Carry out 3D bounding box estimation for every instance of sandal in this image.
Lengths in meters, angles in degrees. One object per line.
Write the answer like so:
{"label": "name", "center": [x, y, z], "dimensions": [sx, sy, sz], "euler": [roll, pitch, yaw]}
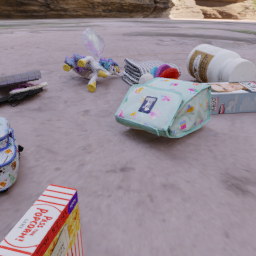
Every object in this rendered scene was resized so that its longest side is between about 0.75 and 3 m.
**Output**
{"label": "sandal", "center": [-3.841, -1.589, 10.706], "dimensions": [0.677, 0.409, 1.664], "euler": [-14, 9, 35]}

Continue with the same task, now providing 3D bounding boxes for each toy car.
{"label": "toy car", "center": [1.262, -1.673, 9.904], "dimensions": [1.348, 1.155, 1.540], "euler": [7, 21, -38]}

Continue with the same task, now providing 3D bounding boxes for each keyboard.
{"label": "keyboard", "center": [-4.014, -0.977, 9.891], "dimensions": [2.134, 0.423, 1.111], "euler": [-26, 13, -40]}

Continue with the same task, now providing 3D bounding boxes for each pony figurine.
{"label": "pony figurine", "center": [-1.595, -2.745, 11.992], "dimensions": [2.515, 2.170, 2.606], "euler": [38, 30, 4]}

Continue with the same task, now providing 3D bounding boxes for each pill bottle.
{"label": "pill bottle", "center": [3.676, -2.386, 11.268], "dimensions": [1.546, 1.546, 2.704], "euler": [-9, 28, -18]}

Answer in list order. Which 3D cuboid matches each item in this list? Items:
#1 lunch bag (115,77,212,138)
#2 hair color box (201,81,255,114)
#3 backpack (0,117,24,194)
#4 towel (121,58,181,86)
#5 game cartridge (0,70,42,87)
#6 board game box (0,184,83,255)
{"label": "lunch bag", "center": [0.957, -0.520, 7.631], "dimensions": [1.865, 1.335, 2.189], "euler": [18, 34, 40]}
{"label": "hair color box", "center": [3.594, -1.053, 9.440], "dimensions": [2.373, 0.720, 1.175], "euler": [-4, 26, -6]}
{"label": "backpack", "center": [-2.930, 0.561, 5.548], "dimensions": [1.732, 1.334, 1.650], "euler": [-9, 37, -23]}
{"label": "towel", "center": [0.925, -2.380, 11.924], "dimensions": [1.858, 0.960, 2.244], "euler": [-9, 27, -20]}
{"label": "game cartridge", "center": [-4.507, -1.887, 10.963], "dimensions": [1.574, 0.466, 2.429], "euler": [-23, 18, -30]}
{"label": "board game box", "center": [-0.884, 1.597, 2.951], "dimensions": [0.365, 1.577, 1.195], "euler": [7, 27, 14]}
